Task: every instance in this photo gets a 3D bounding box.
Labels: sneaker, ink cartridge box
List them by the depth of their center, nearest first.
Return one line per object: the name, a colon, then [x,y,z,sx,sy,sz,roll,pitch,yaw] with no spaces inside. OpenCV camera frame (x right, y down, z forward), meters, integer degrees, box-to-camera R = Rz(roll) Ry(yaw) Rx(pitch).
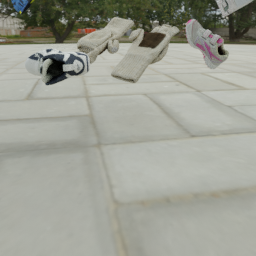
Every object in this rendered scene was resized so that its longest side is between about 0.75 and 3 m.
sneaker: [-2.161,-2.688,5.737,0.352,0.418,1.067,-50,27,-22]
sneaker: [-1.925,-1.445,6.579,1.801,0.719,1.172,11,22,18]
ink cartridge box: [3.843,-4.469,9.572,1.083,0.624,1.484,-27,8,7]
sneaker: [2.986,-3.186,10.293,0.926,2.099,0.854,-17,35,57]

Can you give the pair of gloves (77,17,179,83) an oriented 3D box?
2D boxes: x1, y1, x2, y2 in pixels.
pair of gloves: [-0.170,-2.370,7.813,2.627,0.461,2.234,28,62,33]
